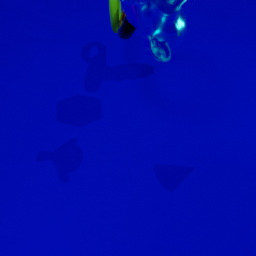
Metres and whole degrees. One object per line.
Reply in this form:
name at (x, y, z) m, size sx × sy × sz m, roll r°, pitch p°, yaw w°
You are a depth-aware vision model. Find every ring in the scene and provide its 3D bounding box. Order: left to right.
ring at (-0.394, -3.768, 9.006) m, size 0.277 × 1.385 × 1.385 m, roll -2°, pitch 52°, yaw 4°
ring at (0.184, -3.375, 7.614) m, size 0.397 × 1.983 × 1.983 m, roll 17°, pitch 51°, yaw -13°

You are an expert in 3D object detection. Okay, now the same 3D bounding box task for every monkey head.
monkey head at (0.357, -1.604, 4.102) m, size 1.039 × 0.870 × 1.444 m, roll 5°, pitch 44°, yaw -6°

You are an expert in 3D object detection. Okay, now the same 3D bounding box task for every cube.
cube at (0.375, -2.645, 5.622) m, size 0.916 × 0.916 × 0.916 m, roll -28°, pitch 37°, yaw 0°
